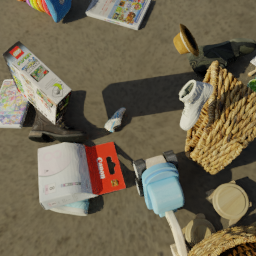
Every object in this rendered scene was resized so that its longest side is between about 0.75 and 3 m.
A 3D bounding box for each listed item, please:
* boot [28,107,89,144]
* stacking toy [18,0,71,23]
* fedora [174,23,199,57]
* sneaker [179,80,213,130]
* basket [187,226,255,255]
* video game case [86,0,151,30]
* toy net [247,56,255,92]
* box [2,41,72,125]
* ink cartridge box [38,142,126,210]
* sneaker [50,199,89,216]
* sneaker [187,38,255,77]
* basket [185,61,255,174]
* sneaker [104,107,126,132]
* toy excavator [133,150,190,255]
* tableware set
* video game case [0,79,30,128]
[{"bbox_3d":[-2.424,-0.490,9.952,2.308,0.799,2.009,3,67,4],"label":"boot"},{"bbox_3d":[-3.864,-5.614,12.096,2.545,1.477,1.397,15,62,21],"label":"stacking toy"},{"bbox_3d":[1.908,-2.867,9.446,0.532,1.304,1.304,-28,63,31],"label":"fedora"},{"bbox_3d":[1.371,-0.535,6.456,0.713,1.233,0.454,9,26,-35],"label":"sneaker"},{"bbox_3d":[2.987,3.689,7.011,2.525,1.881,1.802,-17,96,-3],"label":"basket"},{"bbox_3d":[-0.414,-5.331,12.391,2.432,0.219,1.742,19,67,8],"label":"video game case"},{"bbox_3d":[5.232,-2.066,10.858,1.092,0.402,2.081,15,67,7],"label":"toy net"},{"bbox_3d":[-2.376,-1.019,7.582,1.624,2.952,0.512,43,74,-6],"label":"box"},{"bbox_3d":[-1.554,1.285,8.974,2.519,0.719,2.047,-16,48,-3],"label":"ink cartridge box"},{"bbox_3d":[-1.972,2.358,8.888,1.505,0.556,0.617,13,59,-4],"label":"sneaker"},{"bbox_3d":[3.729,-2.553,10.775,2.631,1.006,1.507,-11,68,-2],"label":"sneaker"},{"bbox_3d":[2.506,-0.058,8.577,2.221,2.981,2.128,42,74,14],"label":"basket"},{"bbox_3d":[-0.386,-0.297,10.122,0.417,0.395,1.033,37,78,7],"label":"sneaker"},{"bbox_3d":[1.163,2.366,8.303,1.299,2.529,2.601,-14,39,-6],"label":"toy excavator"},{"bbox_3d":[3.202,3.262,8.517,2.410,0.335,2.884,-40,77,-10],"label":"tableware set"},{"bbox_3d":[-4.243,-0.928,10.293,1.417,0.178,1.978,2,66,17],"label":"video game case"}]
